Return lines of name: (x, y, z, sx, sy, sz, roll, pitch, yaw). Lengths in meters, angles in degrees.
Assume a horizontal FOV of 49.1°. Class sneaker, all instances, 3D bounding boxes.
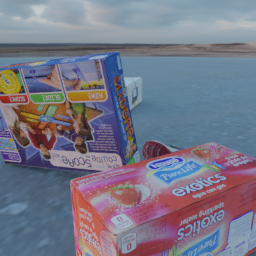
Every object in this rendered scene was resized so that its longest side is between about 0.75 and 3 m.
sneaker: (0.854, 0.580, 5.640, 1.225, 0.494, 0.457, 17, 8, 25)

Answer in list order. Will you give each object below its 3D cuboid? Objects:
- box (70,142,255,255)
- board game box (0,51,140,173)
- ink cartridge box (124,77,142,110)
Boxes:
box: (0.557, 0.990, 3.167, 2.153, 1.105, 1.019, -12, 21, -30)
board game box: (-1.325, -0.184, 4.925, 2.884, 1.952, 0.497, 2, 26, 26)
ink cartridge box: (-0.538, -1.324, 10.699, 1.721, 1.036, 2.369, 3, 16, 14)
